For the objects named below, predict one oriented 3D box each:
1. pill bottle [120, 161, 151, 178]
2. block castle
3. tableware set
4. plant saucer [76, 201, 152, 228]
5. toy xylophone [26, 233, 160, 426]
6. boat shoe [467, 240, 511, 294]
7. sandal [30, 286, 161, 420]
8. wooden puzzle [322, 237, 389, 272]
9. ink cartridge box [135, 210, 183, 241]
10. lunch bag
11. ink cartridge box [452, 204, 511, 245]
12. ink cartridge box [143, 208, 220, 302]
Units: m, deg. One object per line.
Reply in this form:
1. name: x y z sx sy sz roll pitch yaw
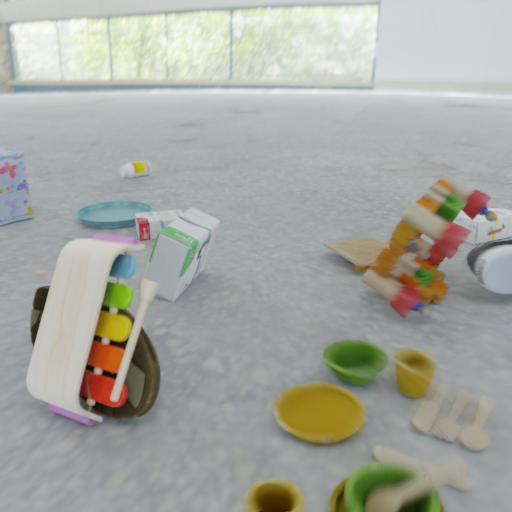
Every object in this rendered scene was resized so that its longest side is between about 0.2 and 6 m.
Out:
1. pill bottle: -3.541 -2.525 16.414 0.852 0.444 0.444 -17 26 -38
2. block castle: 2.677 -0.144 8.412 1.131 1.612 2.412 36 32 13
3. tableware set: 0.993 1.651 5.313 2.066 0.471 3.067 12 25 31
4. plant saucer: -3.141 -0.911 12.477 1.646 0.226 1.646 0 20 0
5. toy xylophone: -1.633 0.749 5.734 1.486 2.030 0.510 17 -4 31
6. boat shoe: 4.592 0.148 8.652 2.716 0.949 0.900 -3 19 -4
7. sandal: -1.866 1.018 6.636 0.749 1.122 2.745 10 1 -44
8. wooden puzzle: 1.992 -0.019 10.074 1.267 0.293 1.173 -5 21 -25
9. ink cartridge box: -1.957 -0.637 11.492 0.961 0.398 0.700 -6 22 -15
10. lunch bag: -5.922 -1.611 12.452 1.837 1.558 1.168 22 31 39
11. ink cartridge box: 4.575 -0.659 11.405 1.196 0.499 0.868 -10 23 -25
12. ink cartridge box: -1.172 -0.058 8.931 0.589 1.023 1.401 25 25 6
